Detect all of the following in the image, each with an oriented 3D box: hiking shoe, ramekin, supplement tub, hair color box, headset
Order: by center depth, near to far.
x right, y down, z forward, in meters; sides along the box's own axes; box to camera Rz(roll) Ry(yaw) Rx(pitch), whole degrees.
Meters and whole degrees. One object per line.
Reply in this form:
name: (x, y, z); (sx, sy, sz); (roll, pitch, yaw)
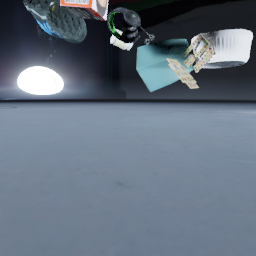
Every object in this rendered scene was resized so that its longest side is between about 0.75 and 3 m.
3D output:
hair color box: (-0.730, -3.291, 5.326); (0.657, 2.147, 1.090); (8, 11, 8)
hiking shoe: (-1.733, -2.766, 7.307); (2.302, 0.856, 0.998); (44, -8, 29)
headset: (0.039, -3.225, 9.221); (1.784, 1.102, 0.838); (26, 54, 18)
ramekin: (3.196, -2.631, 9.596); (2.024, 0.943, 2.024); (-3, 4, 0)
supplement tub: (-0.249, -3.714, 11.868); (0.849, 0.615, 0.615); (21, 0, -20)

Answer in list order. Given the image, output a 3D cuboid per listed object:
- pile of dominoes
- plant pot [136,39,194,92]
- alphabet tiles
pile of dominoes: (2.251, -2.392, 9.093); (0.164, 0.804, 1.031); (-25, -18, -41)
plant pot: (1.479, -2.559, 10.832); (1.907, 1.347, 1.348); (-16, -42, 23)
alphabet tiles: (1.052, -1.034, 5.334); (0.027, 0.717, 0.861); (-41, -12, 27)
